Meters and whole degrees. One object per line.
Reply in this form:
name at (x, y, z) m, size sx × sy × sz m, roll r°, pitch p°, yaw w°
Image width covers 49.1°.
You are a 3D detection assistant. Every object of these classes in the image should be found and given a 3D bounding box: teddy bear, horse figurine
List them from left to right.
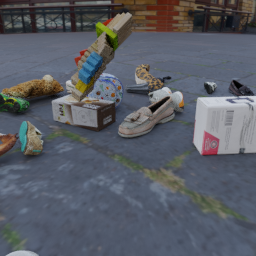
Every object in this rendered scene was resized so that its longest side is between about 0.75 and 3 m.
horse figurine at (-4.171, 0.910, 7.034) m, size 1.825 × 0.687 × 2.754 m, roll 3°, pitch 23°, yaw 6°
teddy bear at (-4.240, -1.837, 12.583) m, size 2.759 × 0.921 × 2.000 m, roll -18°, pitch 7°, yaw -31°

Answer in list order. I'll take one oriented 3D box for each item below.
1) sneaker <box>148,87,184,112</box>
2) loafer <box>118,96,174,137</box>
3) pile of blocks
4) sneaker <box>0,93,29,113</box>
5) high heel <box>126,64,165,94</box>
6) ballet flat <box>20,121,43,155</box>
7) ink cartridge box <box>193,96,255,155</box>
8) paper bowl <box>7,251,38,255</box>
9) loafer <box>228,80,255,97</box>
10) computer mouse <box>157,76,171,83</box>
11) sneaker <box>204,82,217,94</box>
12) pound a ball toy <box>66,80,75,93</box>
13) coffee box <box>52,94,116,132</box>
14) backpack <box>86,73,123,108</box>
sneaker at (1.545, -1.101, 11.672) m, size 1.028 × 0.846 × 2.234 m, roll -14°, pitch 19°, yaw -12°
loafer at (0.680, -0.483, 9.986) m, size 0.990 × 0.866 × 2.755 m, roll 20°, pitch 31°, yaw 38°
pile of blocks at (-0.968, -2.073, 7.717) m, size 0.855 × 2.750 × 1.129 m, roll 37°, pitch 10°, yaw 9°
sneaker at (-4.812, -0.980, 11.550) m, size 1.851 × 0.722 × 0.788 m, roll 19°, pitch 13°, yaw 33°
high heel at (1.264, -2.569, 14.424) m, size 1.970 × 0.987 × 2.764 m, roll 4°, pitch 40°, yaw 25°
ballet flat at (-2.967, 0.339, 8.646) m, size 0.620 × 0.669 × 1.899 m, roll 18°, pitch 17°, yaw -28°
ink cartridge box at (3.125, -0.092, 8.270) m, size 2.105 × 1.523 × 0.888 m, roll -2°, pitch 24°, yaw -5°
paper bowl at (-1.726, 2.248, 4.351) m, size 0.783 × 0.407 × 0.783 m, roll -1°, pitch 24°, yaw 1°
loafer at (5.413, -1.833, 13.415) m, size 0.668 × 0.585 × 1.857 m, roll -5°, pitch 24°, yaw -11°
computer mouse at (2.012, -2.826, 16.056) m, size 0.508 × 0.295 × 1.733 m, roll 13°, pitch 27°, yaw 30°
sneaker at (4.212, -2.067, 14.072) m, size 0.584 × 0.489 × 1.319 m, roll 0°, pitch 24°, yaw 6°
pound a ball toy at (-2.713, -2.070, 14.036) m, size 0.814 × 0.530 × 1.248 m, roll -19°, pitch 30°, yaw -37°
coffee box at (-1.623, -0.614, 10.342) m, size 2.049 × 0.817 × 1.172 m, roll 13°, pitch 27°, yaw 28°
backpack at (-1.026, -1.491, 11.475) m, size 1.656 × 1.739 × 1.339 m, roll -3°, pitch 29°, yaw -21°
